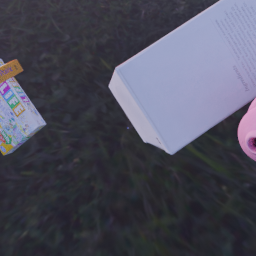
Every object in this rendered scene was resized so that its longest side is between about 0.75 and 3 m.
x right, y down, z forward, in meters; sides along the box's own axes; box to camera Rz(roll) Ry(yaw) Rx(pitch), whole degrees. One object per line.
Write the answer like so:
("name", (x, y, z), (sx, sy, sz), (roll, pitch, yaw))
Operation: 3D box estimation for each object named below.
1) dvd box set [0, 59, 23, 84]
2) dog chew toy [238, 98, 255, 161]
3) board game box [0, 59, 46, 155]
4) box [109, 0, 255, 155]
("dvd box set", (-2.096, -0.454, 3.540), (0.984, 0.198, 1.345), (-13, 25, 24))
("dog chew toy", (1.668, -0.075, 2.877), (1.472, 0.917, 0.917), (-22, 55, -34))
("board game box", (-2.250, -0.370, 5.026), (0.967, 0.246, 1.439), (-36, 88, 18))
("box", (1.096, -0.895, 4.460), (2.492, 1.897, 1.325), (-33, 96, -5))
